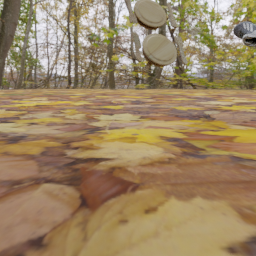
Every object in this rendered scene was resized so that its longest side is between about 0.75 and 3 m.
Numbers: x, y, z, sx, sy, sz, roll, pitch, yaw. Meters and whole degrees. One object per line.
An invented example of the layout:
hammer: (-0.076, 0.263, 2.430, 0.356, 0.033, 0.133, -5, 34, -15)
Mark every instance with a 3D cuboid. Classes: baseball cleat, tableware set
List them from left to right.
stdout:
tableware set: (0.931, -3.472, 10.399, 1.973, 2.985, 0.598, -2, -22, -21)
baseball cleat: (4.038, -3.175, 9.459, 0.932, 0.611, 1.751, -25, 30, -16)
